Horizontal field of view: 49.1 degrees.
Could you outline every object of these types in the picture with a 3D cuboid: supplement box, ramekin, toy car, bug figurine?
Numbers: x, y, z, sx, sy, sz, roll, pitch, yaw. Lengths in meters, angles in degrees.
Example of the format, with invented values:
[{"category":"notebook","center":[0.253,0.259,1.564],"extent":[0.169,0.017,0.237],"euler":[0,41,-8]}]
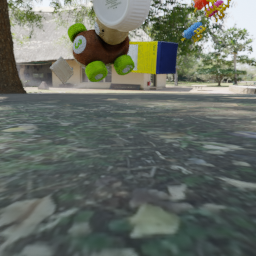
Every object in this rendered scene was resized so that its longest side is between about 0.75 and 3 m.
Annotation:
[{"category":"supplement box","center":[0.765,-2.965,11.781],"extent":[2.316,1.260,1.268],"euler":[15,19,39]},{"category":"ramekin","center":[-0.183,-2.576,5.641],"extent":[1.228,1.228,0.572],"euler":[7,22,37]},{"category":"toy car","center":[-0.631,-2.693,7.615],"extent":[1.738,1.809,2.203],"euler":[-18,-21,-21]},{"category":"bug figurine","center":[2.265,-3.329,7.854],"extent":[1.661,0.551,2.142],"euler":[-38,-9,-8]}]

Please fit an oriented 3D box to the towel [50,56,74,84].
[{"category":"towel","center":[-2.079,-1.820,8.905],"extent":[0.141,0.542,0.818],"euler":[30,-14,34]}]
